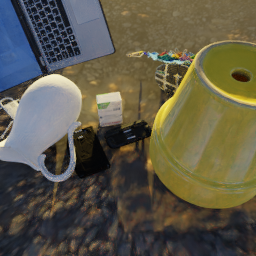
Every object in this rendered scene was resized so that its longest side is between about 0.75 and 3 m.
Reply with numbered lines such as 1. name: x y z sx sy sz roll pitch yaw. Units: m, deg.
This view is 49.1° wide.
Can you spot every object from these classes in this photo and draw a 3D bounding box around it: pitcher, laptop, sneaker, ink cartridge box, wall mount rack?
1. pitcher: -1.772 -0.013 6.505 1.902 1.344 2.218 27 65 2
2. laptop: -1.837 -1.984 4.873 2.483 2.325 1.439 -12 23 16
3. sneaker: 1.991 -1.371 7.916 2.498 0.968 0.995 7 33 -1
4. ink cartridge box: -0.463 -0.462 7.061 0.594 0.817 0.343 -9 49 -7
5. wall mount rack: -3.030 -0.276 7.205 0.962 0.413 1.107 -34 58 -29

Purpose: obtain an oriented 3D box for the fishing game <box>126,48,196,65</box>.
1. fishing game: 1.519 -2.125 8.170 2.771 0.431 1.984 12 22 20

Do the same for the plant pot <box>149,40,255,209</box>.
1. plant pot: 1.893 -0.169 5.611 2.740 2.578 2.740 1 51 -1

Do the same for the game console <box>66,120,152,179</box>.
1. game console: -0.388 0.352 6.769 2.102 0.253 1.240 -19 53 -13
